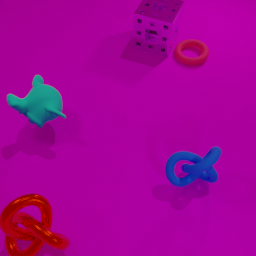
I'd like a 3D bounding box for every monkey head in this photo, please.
[{"bbox_3d":[-2.228,-0.664,6.870,1.007,1.202,1.670,-41,58,6],"label":"monkey head"}]

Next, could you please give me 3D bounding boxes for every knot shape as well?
[{"bbox_3d":[-1.954,2.042,5.495,1.378,1.472,0.680,-34,16,23],"label":"knot shape"},{"bbox_3d":[1.587,0.935,6.410,1.320,1.235,0.610,-23,54,19],"label":"knot shape"}]

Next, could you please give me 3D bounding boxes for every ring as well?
[{"bbox_3d":[2.140,-2.567,9.416,1.148,0.230,1.148,-2,56,3],"label":"ring"}]

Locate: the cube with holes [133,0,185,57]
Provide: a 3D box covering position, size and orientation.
[{"bbox_3d":[1.003,-3.463,9.425,1.302,1.302,1.302,18,57,12],"label":"cube with holes"}]
